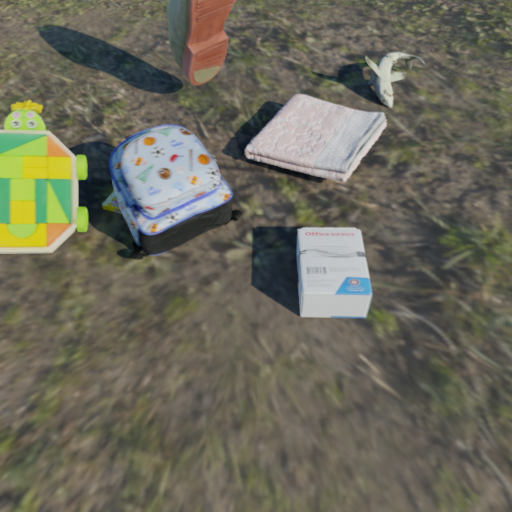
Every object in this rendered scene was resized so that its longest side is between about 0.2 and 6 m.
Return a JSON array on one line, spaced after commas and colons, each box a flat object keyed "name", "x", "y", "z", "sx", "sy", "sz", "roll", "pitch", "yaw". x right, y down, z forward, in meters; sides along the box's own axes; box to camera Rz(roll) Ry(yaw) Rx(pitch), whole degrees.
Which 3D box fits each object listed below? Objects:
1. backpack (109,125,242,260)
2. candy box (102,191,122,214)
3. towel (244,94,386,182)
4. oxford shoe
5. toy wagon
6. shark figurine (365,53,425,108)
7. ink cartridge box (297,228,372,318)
[{"name": "backpack", "x": -1.501, "y": -1.215, "z": 9.227, "sx": 2.011, "sy": 1.549, "sz": 1.915, "roll": -24, "pitch": 61, "yaw": -22}, {"name": "candy box", "x": -2.103, "y": -0.936, "z": 10.079, "sx": 1.173, "sy": 0.155, "sz": 0.600, "roll": 14, "pitch": 49, "yaw": 14}, {"name": "towel", "x": 1.211, "y": -2.415, "z": 11.109, "sx": 2.169, "sy": 0.366, "sz": 2.271, "roll": 18, "pitch": 48, "yaw": 23}, {"name": "oxford shoe", "x": -1.192, "y": -5.094, "z": 10.921, "sx": 1.283, "sy": 3.625, "sz": 1.338, "roll": -31, "pitch": 71, "yaw": -33}, {"name": "toy wagon", "x": -3.812, "y": -1.329, "z": 9.152, "sx": 1.994, "sy": 0.508, "sz": 2.570, "roll": -1, "pitch": 86, "yaw": -12}, {"name": "shark figurine", "x": 3.016, "y": -4.302, "z": 13.125, "sx": 1.185, "sy": 0.827, "sz": 1.983, "roll": 42, "pitch": 59, "yaw": -7}, {"name": "ink cartridge box", "x": 1.150, "y": 0.241, "z": 8.594, "sx": 1.008, "sy": 0.582, "sz": 1.390, "roll": 0, "pitch": 45, "yaw": 0}]
